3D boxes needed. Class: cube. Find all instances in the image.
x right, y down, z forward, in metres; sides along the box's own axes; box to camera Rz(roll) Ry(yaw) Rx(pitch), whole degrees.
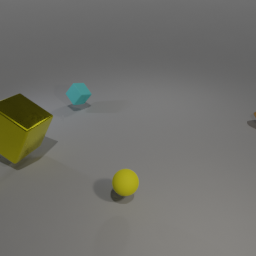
[{"bbox_3d":[-3.515,-0.020,8.901,1.400,1.400,1.400,33,28,3],"label":"cube"},{"bbox_3d":[-2.210,-1.529,12.554,0.700,0.700,0.700,54,32,14],"label":"cube"}]

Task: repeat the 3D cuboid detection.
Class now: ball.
[{"bbox_3d":[-0.066,1.417,7.305,0.700,0.700,0.700,0,29,0],"label":"ball"}]

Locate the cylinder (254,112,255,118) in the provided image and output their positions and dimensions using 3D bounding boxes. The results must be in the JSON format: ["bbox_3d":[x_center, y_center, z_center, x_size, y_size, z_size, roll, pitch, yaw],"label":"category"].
[{"bbox_3d":[5.525,-0.477,11.186,0.700,0.700,0.700,-33,18,26],"label":"cylinder"}]
